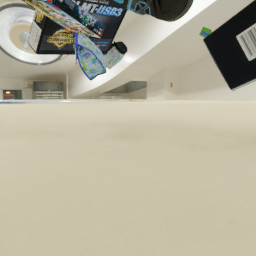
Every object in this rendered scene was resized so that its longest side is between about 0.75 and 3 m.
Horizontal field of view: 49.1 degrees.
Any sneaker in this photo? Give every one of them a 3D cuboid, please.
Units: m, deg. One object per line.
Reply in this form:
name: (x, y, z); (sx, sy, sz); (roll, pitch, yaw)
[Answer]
sneaker: (0.430, -2.852, 6.084); (1.003, 0.896, 2.448); (1, 16, -34)

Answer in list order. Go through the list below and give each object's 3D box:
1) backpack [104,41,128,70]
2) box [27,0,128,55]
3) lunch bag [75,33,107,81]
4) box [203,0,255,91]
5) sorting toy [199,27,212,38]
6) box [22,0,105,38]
backpack: (-0.562, -2.755, 10.653); (1.074, 0.680, 0.896); (-38, -3, 25)
box: (-1.252, -3.444, 8.148); (2.787, 2.766, 0.692); (-14, 57, -46)
lunch bag: (-1.082, -1.949, 7.451); (0.682, 1.070, 0.910); (-25, 39, 9)
box: (2.758, -1.790, 4.858); (1.903, 1.200, 1.936); (-29, 1, -27)
sorting toy: (2.632, -1.825, 6.415); (2.243, 0.306, 1.263); (20, 19, -17)
box: (-1.294, -2.318, 5.643); (1.006, 0.278, 1.473); (22, 3, 31)
